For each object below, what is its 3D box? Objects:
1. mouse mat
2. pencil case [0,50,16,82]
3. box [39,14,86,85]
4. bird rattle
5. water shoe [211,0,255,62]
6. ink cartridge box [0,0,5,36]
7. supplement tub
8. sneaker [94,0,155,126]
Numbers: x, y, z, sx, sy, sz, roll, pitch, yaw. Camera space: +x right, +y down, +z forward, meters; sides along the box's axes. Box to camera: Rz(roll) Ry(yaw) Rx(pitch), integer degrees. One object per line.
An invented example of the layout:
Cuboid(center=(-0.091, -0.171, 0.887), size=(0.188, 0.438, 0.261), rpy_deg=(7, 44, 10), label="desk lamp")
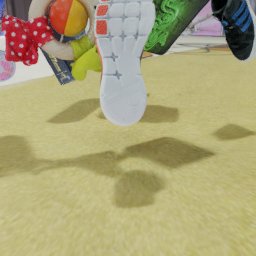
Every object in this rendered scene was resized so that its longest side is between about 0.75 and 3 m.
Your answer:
Cuboid(center=(0.764, -2.605, 6.470), size=(1.755, 2.181, 0.082), rpy_deg=(5, 56, -32), label="mouse mat")
Cuboid(center=(-3.421, -1.571, 6.975), size=(0.811, 0.743, 1.788), rpy_deg=(-33, 30, -28), label="pencil case")
Cuboid(center=(-2.023, -3.048, 9.855), size=(0.699, 2.161, 2.740), rpy_deg=(-13, 27, 27), label="box")
Cuboid(center=(-1.446, -2.115, 6.097), size=(2.452, 1.999, 1.381), rpy_deg=(19, 6, -1), label="bird rattle")
Cuboid(center=(2.730, -3.079, 7.626), size=(1.123, 2.846, 1.017), rpy_deg=(-27, 21, -22), label="water shoe")
Cuboid(center=(-3.475, -2.640, 6.199), size=(1.319, 0.464, 2.211), rpy_deg=(11, -4, -26), label="ink cartridge box")
Cuboid(center=(0.135, -3.263, 9.434), size=(2.710, 1.957, 1.957), rpy_deg=(-10, 20, 15), label="supplement tub")
Cuboid(center=(-0.157, -1.392, 5.366), size=(1.062, 2.755, 1.128), rpy_deg=(6, -4, -6), label="sneaker")
